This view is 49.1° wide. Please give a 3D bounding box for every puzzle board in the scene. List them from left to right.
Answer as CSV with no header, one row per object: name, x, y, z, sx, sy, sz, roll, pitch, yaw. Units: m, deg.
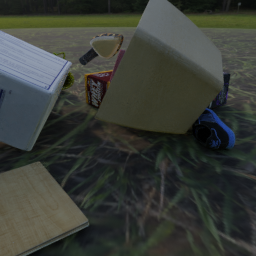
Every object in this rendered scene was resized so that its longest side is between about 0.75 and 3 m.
puzzle board,-1.679,1.171,4.116,1.483,0.171,1.968,-17,28,-32

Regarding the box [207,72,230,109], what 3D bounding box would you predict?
box,2.168,-1.121,8.362,1.625,0.993,0.862,-16,27,-35

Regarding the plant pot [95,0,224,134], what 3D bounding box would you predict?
plant pot,0.837,-1.230,6.471,2.084,2.354,2.351,26,42,-7

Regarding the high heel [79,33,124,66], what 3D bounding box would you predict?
high heel,-0.385,-1.976,6.302,1.530,0.546,1.091,-10,32,51

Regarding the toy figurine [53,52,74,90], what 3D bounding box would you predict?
toy figurine,-3.058,-1.555,9.056,2.422,1.278,1.451,-15,2,-15

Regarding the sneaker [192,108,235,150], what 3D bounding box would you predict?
sneaker,1.710,-0.045,6.390,0.652,0.587,1.674,1,23,-17

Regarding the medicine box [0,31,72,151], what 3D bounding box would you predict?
medicine box,-2.961,-1.154,6.521,2.635,1.489,2.893,23,21,-13

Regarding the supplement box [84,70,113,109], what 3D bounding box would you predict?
supplement box,-0.371,-1.158,8.533,1.379,0.929,1.399,-17,29,-34

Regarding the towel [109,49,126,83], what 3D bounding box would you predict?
towel,0.304,-1.397,7.208,1.378,0.993,0.157,18,-12,2
